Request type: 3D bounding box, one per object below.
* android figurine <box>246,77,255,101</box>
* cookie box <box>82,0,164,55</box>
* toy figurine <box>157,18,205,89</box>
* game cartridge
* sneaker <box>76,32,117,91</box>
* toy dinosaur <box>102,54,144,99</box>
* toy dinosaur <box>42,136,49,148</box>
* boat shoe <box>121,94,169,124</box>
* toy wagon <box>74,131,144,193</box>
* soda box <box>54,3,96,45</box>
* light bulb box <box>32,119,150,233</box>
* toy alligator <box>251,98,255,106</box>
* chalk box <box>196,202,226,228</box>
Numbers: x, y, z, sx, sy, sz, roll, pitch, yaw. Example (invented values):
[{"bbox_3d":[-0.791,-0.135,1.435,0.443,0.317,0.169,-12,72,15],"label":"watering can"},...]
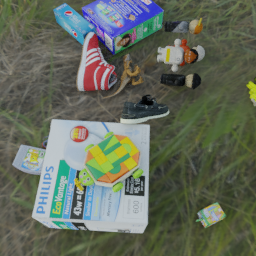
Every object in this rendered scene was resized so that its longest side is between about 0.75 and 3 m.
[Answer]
[{"bbox_3d":[5.366,-1.341,10.687,1.466,0.331,1.611,-33,65,-16],"label":"android figurine"},{"bbox_3d":[-0.197,-4.743,12.095,2.682,1.008,2.294,-34,67,-17],"label":"cookie box"},{"bbox_3d":[2.056,-2.731,10.383,1.521,2.152,2.186,8,63,16],"label":"toy figurine"},{"bbox_3d":[-3.150,1.100,9.432,1.325,0.268,0.884,11,67,6],"label":"game cartridge"},{"bbox_3d":[-1.074,-2.596,10.998,1.476,0.935,2.625,4,69,6],"label":"sneaker"},{"bbox_3d":[-0.059,-1.897,10.931,1.180,0.671,2.221,-1,58,31],"label":"toy dinosaur"},{"bbox_3d":[-2.607,0.439,9.810,0.779,0.859,0.451,-21,91,19],"label":"toy dinosaur"},{"bbox_3d":[0.575,-0.674,8.756,0.833,0.739,2.229,8,16,43],"label":"boat shoe"},{"bbox_3d":[-0.556,0.964,7.317,1.871,0.370,1.452,-32,67,-17],"label":"toy wagon"},{"bbox_3d":[-2.294,-4.478,12.127,0.671,0.710,2.092,-38,68,-18],"label":"soda box"},{"bbox_3d":[-0.904,1.450,8.320,2.950,1.841,2.924,3,62,0],"label":"light bulb box"},{"bbox_3d":[4.862,-0.169,9.926,0.533,0.582,1.963,-43,68,20],"label":"toy alligator"},{"bbox_3d":[2.434,2.666,8.448,0.802,0.499,0.497,-24,64,-11],"label":"chalk box"}]
